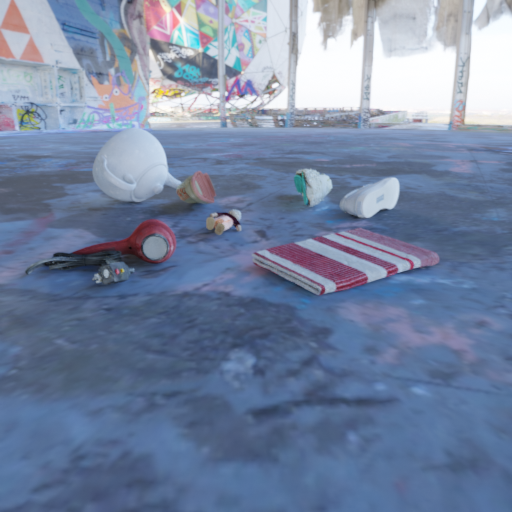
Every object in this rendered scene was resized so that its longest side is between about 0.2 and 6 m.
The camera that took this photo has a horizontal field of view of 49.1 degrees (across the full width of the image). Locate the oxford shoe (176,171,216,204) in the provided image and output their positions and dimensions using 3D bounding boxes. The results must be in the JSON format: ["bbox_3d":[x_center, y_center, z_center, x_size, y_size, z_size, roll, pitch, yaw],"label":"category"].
[{"bbox_3d":[-1.573,-1.591,14.135,0.886,0.850,2.400,-21,4,4],"label":"oxford shoe"}]

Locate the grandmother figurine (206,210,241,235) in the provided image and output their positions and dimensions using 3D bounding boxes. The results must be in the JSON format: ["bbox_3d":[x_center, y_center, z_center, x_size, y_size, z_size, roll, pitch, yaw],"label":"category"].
[{"bbox_3d":[-0.606,-0.736,11.694,0.718,0.359,1.184,38,24,3],"label":"grandmother figurine"}]

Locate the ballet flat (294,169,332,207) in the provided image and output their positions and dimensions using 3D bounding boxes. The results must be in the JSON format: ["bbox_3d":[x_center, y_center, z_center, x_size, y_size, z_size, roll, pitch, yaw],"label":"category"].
[{"bbox_3d":[1.533,-1.917,14.744,0.943,0.943,2.628,-1,16,-2],"label":"ballet flat"}]

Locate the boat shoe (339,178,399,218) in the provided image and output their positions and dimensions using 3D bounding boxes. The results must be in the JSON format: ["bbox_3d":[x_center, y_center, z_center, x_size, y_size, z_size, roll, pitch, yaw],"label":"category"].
[{"bbox_3d":[2.776,-1.409,13.619,0.767,0.806,2.238,12,30,34],"label":"boat shoe"}]

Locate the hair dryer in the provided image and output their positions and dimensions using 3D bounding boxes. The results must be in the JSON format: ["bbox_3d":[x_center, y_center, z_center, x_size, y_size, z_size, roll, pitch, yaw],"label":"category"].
[{"bbox_3d":[-2.324,-0.216,9.398,1.990,0.710,2.612,7,17,27],"label":"hair dryer"}]

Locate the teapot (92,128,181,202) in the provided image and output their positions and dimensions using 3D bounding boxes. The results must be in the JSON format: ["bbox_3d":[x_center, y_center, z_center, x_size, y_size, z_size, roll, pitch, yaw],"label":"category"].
[{"bbox_3d":[-3.068,-2.152,14.502,1.552,2.098,2.125,42,65,14],"label":"teapot"}]

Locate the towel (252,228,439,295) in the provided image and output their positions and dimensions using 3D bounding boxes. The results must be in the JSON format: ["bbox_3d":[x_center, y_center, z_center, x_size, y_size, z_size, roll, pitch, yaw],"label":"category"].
[{"bbox_3d":[1.451,0.068,9.214,2.563,0.292,1.846,-13,22,-32],"label":"towel"}]
